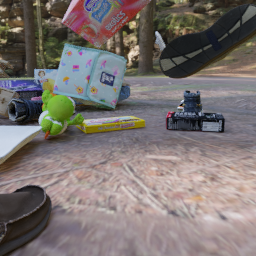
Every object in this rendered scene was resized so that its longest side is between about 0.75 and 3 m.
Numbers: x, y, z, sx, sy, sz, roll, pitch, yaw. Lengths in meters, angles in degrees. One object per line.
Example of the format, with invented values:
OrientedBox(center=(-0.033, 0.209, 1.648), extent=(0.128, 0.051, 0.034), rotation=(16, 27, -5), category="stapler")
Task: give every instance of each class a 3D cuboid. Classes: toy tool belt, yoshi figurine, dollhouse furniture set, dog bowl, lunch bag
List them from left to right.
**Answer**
OrientedBox(center=(-5.046, -1.346, 9.498), extent=(1.567, 2.212, 2.408), rotation=(17, -12, 8), category="dollhouse furniture set")
OrientedBox(center=(-3.032, -0.871, 11.135), extent=(1.835, 0.677, 1.835), rotation=(0, 13, 0), category="dog bowl")
OrientedBox(center=(-1.913, -0.494, 7.871), extent=(1.263, 1.258, 2.247), rotation=(-9, 16, -9), category="yoshi figurine")
OrientedBox(center=(-1.577, -2.187, 12.295), extent=(2.777, 2.365, 1.693), rotation=(13, -6, 8), category="lunch bag")
OrientedBox(center=(-0.409, -1.810, 13.745), extent=(1.300, 1.321, 2.116), rotation=(8, 22, 39), category="toy tool belt")

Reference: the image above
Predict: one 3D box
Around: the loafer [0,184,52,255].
OrientedBox(center=(-1.434, 0.973, 2.952), extent=(0.663, 0.644, 1.815), rotation=(4, 13, 17), category="loafer")

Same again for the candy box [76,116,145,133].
OrientedBox(center=(-0.552, -0.132, 8.788), extent=(1.968, 0.260, 1.006), rotation=(-6, 12, -26), category="candy box")

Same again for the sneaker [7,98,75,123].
OrientedBox(center=(-2.987, -0.636, 9.445), extent=(2.118, 0.805, 1.530), rotation=(-7, 0, 13), category="sneaker")

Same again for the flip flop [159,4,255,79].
OrientedBox(center=(1.889, -1.894, 6.515), extent=(2.518, 1.021, 0.725), rotation=(-27, -19, 26), category="flip flop")

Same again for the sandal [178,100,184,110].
OrientedBox(center=(2.753, -1.140, 12.756), extent=(0.649, 0.485, 1.694), rotation=(7, 15, 30), category="sandal")

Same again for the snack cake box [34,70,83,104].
OrientedBox(center=(-2.973, -2.028, 13.816), extent=(2.966, 1.706, 0.997), rotation=(-1, 9, -3), category="snack cake box")

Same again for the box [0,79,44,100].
OrientedBox(center=(-4.700, -1.435, 12.239), extent=(1.861, 0.971, 1.377), rotation=(-7, 31, -23), category="box")

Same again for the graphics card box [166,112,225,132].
OrientedBox(center=(2.078, -0.218, 8.752), extent=(1.727, 0.439, 1.083), rotation=(1, 12, 12), category="graphics card box")

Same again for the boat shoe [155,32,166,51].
OrientedBox(center=(1.440, -3.956, 12.868), extent=(0.311, 0.909, 0.327), rotation=(-23, 24, 23), category="boat shoe")

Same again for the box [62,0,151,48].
OrientedBox(center=(-0.429, -3.022, 6.398), extent=(1.179, 1.087, 2.297), rotation=(30, -29, -27), category="box")

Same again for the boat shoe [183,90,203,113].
OrientedBox(center=(2.531, -0.983, 10.826), extent=(0.794, 1.019, 2.245), rotation=(3, 13, 13), category="boat shoe")

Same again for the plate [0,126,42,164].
OrientedBox(center=(-3.456, 0.397, 6.069), extent=(2.540, 0.411, 2.545), rotation=(1, 12, 0), category="plate")
